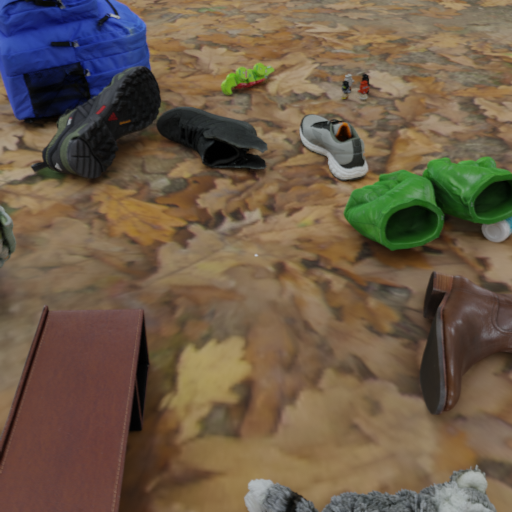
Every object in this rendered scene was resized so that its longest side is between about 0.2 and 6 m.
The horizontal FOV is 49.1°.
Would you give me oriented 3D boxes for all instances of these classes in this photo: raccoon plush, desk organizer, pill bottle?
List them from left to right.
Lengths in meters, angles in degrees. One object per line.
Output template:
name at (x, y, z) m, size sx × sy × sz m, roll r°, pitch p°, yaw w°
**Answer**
desk organizer at (-1.849, 1.931, 5.809) m, size 1.179 × 1.098 × 3.063 m, roll -1°, pitch 38°, yaw -5°
raccoon plush at (1.190, 2.356, 5.372) m, size 2.257 × 1.092 × 1.512 m, roll 30°, pitch 39°, yaw 33°
pill bottle at (4.220, -0.589, 9.534) m, size 0.451 × 0.451 × 0.814 m, roll 30°, pitch 47°, yaw 33°

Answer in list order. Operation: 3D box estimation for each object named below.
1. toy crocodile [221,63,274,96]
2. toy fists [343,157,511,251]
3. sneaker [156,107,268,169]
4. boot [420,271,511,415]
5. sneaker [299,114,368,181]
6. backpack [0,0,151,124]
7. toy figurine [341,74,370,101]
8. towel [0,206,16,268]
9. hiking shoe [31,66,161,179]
toy crocodile at (-0.212, -4.662, 14.719) m, size 1.738 × 0.537 × 0.587 m, roll -29°, pitch 11°, yaw -38°
toy fists at (2.908, -0.986, 9.360) m, size 2.928 × 1.007 × 1.492 m, roll -17°, pitch 20°, yaw -10°
sneaker at (-0.969, -2.395, 11.557) m, size 2.662 × 0.799 × 1.388 m, roll 11°, pitch 34°, yaw 8°
boot at (3.498, 1.219, 7.006) m, size 2.683 × 0.862 × 2.500 m, roll 13°, pitch 41°, yaw 9°
sneaker at (1.617, -2.474, 11.571) m, size 0.874 × 0.937 × 2.364 m, roll -15°, pitch 39°, yaw -15°
backpack at (-4.235, -4.904, 13.154) m, size 3.439 × 2.886 × 2.795 m, roll -15°, pitch 48°, yaw -21°
toy figurine at (2.536, -4.278, 14.269) m, size 0.711 × 0.503 × 0.723 m, roll 4°, pitch 39°, yaw 14°
towel at (-3.236, -0.648, 5.560) m, size 1.815 × 2.121 × 0.511 m, roll 44°, pitch 65°, yaw -10°
hiking shoe at (-3.301, -2.908, 11.636) m, size 1.682 × 1.265 × 3.340 m, roll 5°, pitch 45°, yaw 27°
